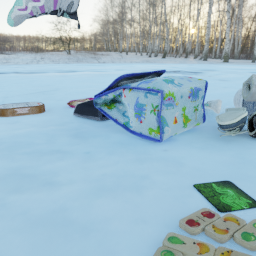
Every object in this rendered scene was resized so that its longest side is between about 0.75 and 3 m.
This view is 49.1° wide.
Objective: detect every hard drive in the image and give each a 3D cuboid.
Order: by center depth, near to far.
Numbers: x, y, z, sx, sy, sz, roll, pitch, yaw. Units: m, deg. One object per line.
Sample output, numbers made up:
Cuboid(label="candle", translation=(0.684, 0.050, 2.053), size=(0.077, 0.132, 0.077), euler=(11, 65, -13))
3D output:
Cuboid(label="hard drive", translation=(-0.799, -0.790, 10.739), size=(1.554, 0.488, 2.303), euler=(12, 20, 36))

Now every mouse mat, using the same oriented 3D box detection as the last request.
Cuboid(label="mouse mat", translation=(1.665, 1.142, 4.804), size=(0.780, 0.036, 0.969), euler=(-4, 17, -14))

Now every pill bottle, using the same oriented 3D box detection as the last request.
Cuboid(label="pill bottle", translation=(4.644, -0.848, 9.688), size=(1.197, 1.197, 2.002), euler=(-5, 16, -16))

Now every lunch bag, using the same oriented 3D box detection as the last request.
Cuboid(label="lunch bag", translation=(0.661, -0.844, 8.574), size=(2.347, 1.759, 2.760), euler=(-16, 22, -42))

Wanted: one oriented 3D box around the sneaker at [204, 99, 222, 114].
Cuboid(label="sneaker", translation=(3.328, -0.883, 11.046), size=(0.648, 0.551, 1.464), euler=(9, 8, 20))

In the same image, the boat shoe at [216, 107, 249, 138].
Cuboid(label="boat shoe", translation=(2.999, -0.149, 8.044), size=(0.845, 0.698, 2.256), euler=(-3, 9, 22))

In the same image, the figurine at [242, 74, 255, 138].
Cuboid(label="figurine", translation=(4.495, -0.605, 8.070), size=(2.027, 0.894, 2.077), euler=(7, 58, -1))

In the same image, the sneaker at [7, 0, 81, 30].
Cuboid(label="sneaker", translation=(-1.707, -2.743, 6.522), size=(1.975, 1.382, 0.768), euler=(-47, 25, 0))

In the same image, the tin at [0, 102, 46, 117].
Cuboid(label="tin", translation=(-4.164, -0.735, 10.850), size=(1.873, 0.392, 1.049), euler=(-8, 22, -27))

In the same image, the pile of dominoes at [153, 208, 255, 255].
Cuboid(label="pile of dominoes", translation=(1.628, 1.464, 2.935), size=(2.718, 0.433, 2.119), euler=(8, 18, 26))

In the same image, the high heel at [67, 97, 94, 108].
Cuboid(label="high heel", translation=(-1.909, -1.065, 11.720), size=(1.274, 0.429, 0.611), euler=(2, 5, 24))
